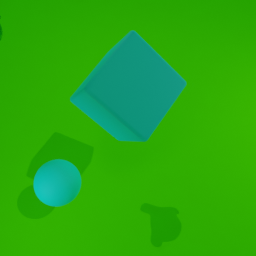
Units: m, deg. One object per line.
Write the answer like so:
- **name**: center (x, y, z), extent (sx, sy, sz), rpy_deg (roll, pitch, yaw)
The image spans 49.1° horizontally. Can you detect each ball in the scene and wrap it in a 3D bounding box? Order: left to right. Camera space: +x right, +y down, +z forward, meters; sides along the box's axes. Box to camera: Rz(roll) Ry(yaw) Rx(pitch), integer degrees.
- **ball**: center (-1.461, 1.138, 5.839), extent (0.959, 0.959, 0.959), rpy_deg (0, 60, 0)

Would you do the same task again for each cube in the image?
- **cube**: center (-0.044, -0.625, 4.835), extent (1.249, 1.249, 1.249), rpy_deg (40, 75, -16)

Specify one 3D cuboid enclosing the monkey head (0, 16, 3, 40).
- **monkey head**: center (-3.436, -2.373, 6.463), extent (1.002, 0.839, 1.393), rpy_deg (-1, 45, -39)
